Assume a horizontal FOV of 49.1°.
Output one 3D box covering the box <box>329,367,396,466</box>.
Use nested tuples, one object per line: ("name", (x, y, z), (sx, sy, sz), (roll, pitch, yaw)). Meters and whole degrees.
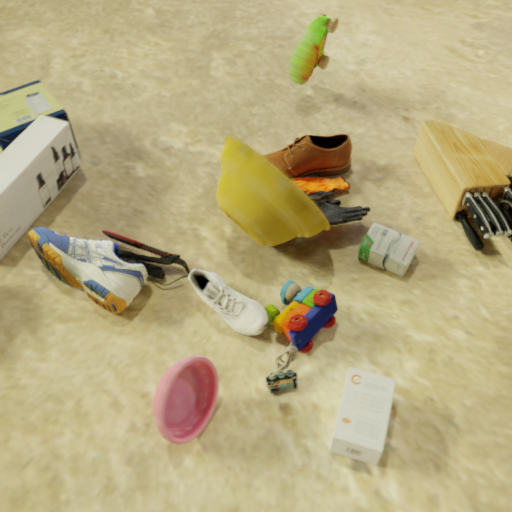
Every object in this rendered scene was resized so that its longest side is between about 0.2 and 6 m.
("box", (1.686, 2.528, 8.872), (0.777, 0.609, 1.249), (14, 52, 12))

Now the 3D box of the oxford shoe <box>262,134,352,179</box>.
("oxford shoe", (0.835, -2.269, 12.711), (2.795, 0.996, 0.997), (-15, 53, -10))

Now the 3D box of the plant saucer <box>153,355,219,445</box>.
("plant saucer", (-1.125, 2.208, 8.728), (0.349, 1.375, 1.375), (8, 47, 34))

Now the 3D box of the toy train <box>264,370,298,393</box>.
("toy train", (0.437, 2.127, 9.478), (0.572, 0.244, 0.326), (-7, 62, -8))

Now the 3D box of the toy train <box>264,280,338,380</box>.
("toy train", (0.489, 1.239, 9.945), (1.089, 0.797, 1.883), (27, 58, 39))

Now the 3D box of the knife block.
("knife block", (4.423, -1.448, 11.986), (3.028, 0.969, 2.659), (28, 54, 21))

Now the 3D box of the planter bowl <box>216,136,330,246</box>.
("planter bowl", (0.058, -0.994, 10.986), (2.731, 2.731, 1.138), (39, 88, 28))

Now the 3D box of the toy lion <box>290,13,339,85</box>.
("toy lion", (1.385, -5.185, 14.190), (0.542, 1.578, 1.513), (30, 44, 19))

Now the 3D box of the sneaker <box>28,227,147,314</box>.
("sneaker", (-3.211, 0.086, 10.776), (2.483, 0.935, 1.094), (33, 59, 13))

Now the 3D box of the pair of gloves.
("pair of gloves", (1.391, -1.210, 11.965), (1.714, 0.238, 1.924), (-7, 37, -12))

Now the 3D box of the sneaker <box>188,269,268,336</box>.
("sneaker", (-0.571, 0.838, 10.103), (1.807, 0.787, 0.673), (31, 88, 28))

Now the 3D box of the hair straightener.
("hair straightener", (-2.273, 0.153, 11.129), (2.088, 0.427, 0.803), (19, 76, 9))

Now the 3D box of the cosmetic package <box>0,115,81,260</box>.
("cosmetic package", (-4.959, -1.453, 11.779), (0.813, 1.326, 3.212), (15, 52, 13))

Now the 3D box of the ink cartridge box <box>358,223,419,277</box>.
("ink cartridge box", (2.650, -0.124, 11.218), (1.000, 0.415, 0.733), (25, 59, 20))

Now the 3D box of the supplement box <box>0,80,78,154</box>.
("supplement box", (-5.441, -3.075, 13.281), (1.655, 1.111, 1.653), (-29, 56, -22))
